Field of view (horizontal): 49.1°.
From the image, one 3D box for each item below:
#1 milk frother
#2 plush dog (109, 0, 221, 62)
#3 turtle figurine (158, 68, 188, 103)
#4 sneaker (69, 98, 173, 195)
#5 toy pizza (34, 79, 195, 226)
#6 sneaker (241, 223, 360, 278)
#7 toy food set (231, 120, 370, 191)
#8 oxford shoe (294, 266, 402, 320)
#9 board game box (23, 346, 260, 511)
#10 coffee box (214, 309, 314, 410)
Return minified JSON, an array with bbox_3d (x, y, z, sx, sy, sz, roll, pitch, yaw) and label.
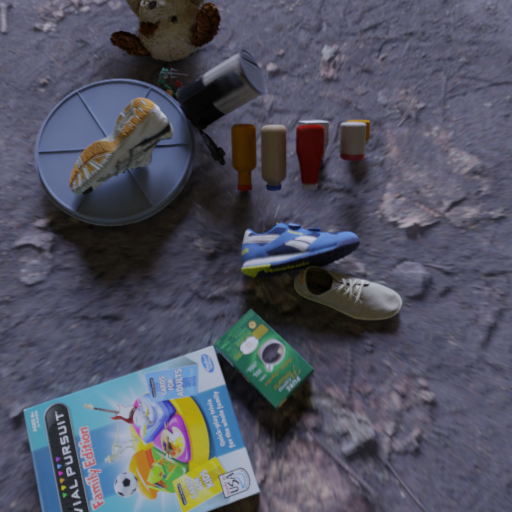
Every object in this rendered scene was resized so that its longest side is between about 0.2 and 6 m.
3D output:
[{"bbox_3d":[-0.475,-2.521,9.710,1.356,1.441,1.301,-23,30,27],"label":"milk frother"},{"bbox_3d":[-1.748,-4.884,10.976,2.558,2.053,2.198,-8,82,21],"label":"plush dog"},{"bbox_3d":[-1.788,-2.980,10.547,1.196,0.602,0.895,-10,87,4],"label":"turtle figurine"},{"bbox_3d":[-2.217,-1.639,9.376,2.030,0.890,0.768,-40,52,12],"label":"sneaker"},{"bbox_3d":[-2.496,-1.851,10.041,2.842,0.450,2.842,0,74,0],"label":"toy pizza"},{"bbox_3d":[0.693,-0.214,9.194,1.990,0.736,0.818,-9,68,1],"label":"sneaker"},{"bbox_3d":[0.902,-1.734,9.811,2.546,1.216,1.146,-6,108,-16],"label":"toy food set"},{"bbox_3d":[1.484,0.594,9.064,1.778,0.513,0.668,16,66,5],"label":"oxford shoe"},{"bbox_3d":[-1.628,2.803,8.015,2.851,0.669,2.152,-18,68,-8],"label":"board game box"},{"bbox_3d":[0.111,1.596,8.672,1.395,0.307,0.857,41,72,18],"label":"coffee box"}]
